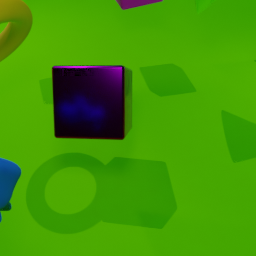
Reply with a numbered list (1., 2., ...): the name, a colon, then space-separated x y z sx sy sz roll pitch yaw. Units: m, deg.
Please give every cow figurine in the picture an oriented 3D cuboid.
1. cow figurine: -1.554 0.413 2.662 1.104 0.606 1.087 -20 65 18

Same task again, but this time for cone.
1. cone: 1.948 -3.094 5.037 1.637 1.631 1.631 -9 47 17

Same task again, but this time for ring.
1. ring: -2.345 -1.405 4.506 1.852 1.852 0.370 -42 98 -30

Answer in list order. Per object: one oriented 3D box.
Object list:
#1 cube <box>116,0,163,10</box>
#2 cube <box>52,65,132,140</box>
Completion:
1. cube: 0.186 -3.803 7.096 1.100 1.100 1.100 -14 40 -5
2. cube: -0.566 -0.481 4.996 1.179 1.179 1.179 1 9 7
